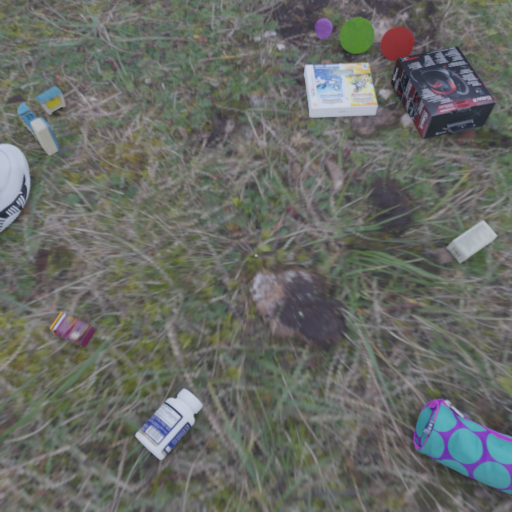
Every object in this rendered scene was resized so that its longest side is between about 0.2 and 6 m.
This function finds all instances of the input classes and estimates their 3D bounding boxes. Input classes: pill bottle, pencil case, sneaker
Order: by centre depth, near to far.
[{"bbox_3d":[3.584,3.032,8.784,2.061,0.877,0.953,22,99,11],"label":"pencil case"},{"bbox_3d":[-1.393,2.720,9.157,0.591,0.591,1.064,36,65,19],"label":"pill bottle"},{"bbox_3d":[-5.639,-1.106,10.517,1.358,2.078,3.615,15,61,9],"label":"sneaker"}]

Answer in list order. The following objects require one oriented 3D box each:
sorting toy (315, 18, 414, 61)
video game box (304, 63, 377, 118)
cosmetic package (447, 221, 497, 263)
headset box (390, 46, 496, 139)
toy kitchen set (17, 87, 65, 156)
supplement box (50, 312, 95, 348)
[{"bbox_3d":[2.712,-5.577,14.037,2.460,0.853,0.847,13,38,5],"label":"sorting toy"},{"bbox_3d":[1.960,-3.901,13.150,1.550,0.363,1.412,-3,63,-2],"label":"video game box"},{"bbox_3d":[4.234,-0.273,11.011,0.835,0.364,0.431,-30,72,-16],"label":"cosmetic package"},{"bbox_3d":[4.248,-3.659,12.751,1.575,0.795,2.119,-14,61,-8],"label":"headset box"},{"bbox_3d":[-4.580,-3.137,12.432,1.084,0.797,1.353,-36,67,-18],"label":"toy kitchen set"},{"bbox_3d":[-3.316,1.341,10.135,0.669,0.287,0.369,22,62,12],"label":"supplement box"}]
